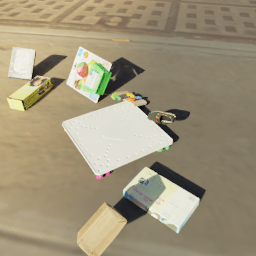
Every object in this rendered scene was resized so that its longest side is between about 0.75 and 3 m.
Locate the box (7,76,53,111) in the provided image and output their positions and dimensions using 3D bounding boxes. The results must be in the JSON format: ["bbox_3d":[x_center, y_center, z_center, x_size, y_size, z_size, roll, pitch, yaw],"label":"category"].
[{"bbox_3d":[-3.532,-1.303,10.216,0.654,0.435,1.738,11,41,18],"label":"box"}]

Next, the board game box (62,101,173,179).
[{"bbox_3d":[-0.371,0.217,8.444,2.491,0.322,2.491,-20,44,-25],"label":"board game box"}]

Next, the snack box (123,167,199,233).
[{"bbox_3d":[0.771,1.654,6.678,1.577,0.293,0.916,28,51,29],"label":"snack box"}]

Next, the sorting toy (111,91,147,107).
[{"bbox_3d":[-0.003,-1.018,9.532,0.914,0.182,1.237,33,27,26],"label":"sorting toy"}]

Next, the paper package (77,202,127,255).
[{"bbox_3d":[-0.503,1.885,5.264,0.474,0.915,0.873,43,76,1],"label":"paper package"}]

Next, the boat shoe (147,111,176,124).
[{"bbox_3d":[0.954,-0.300,8.305,0.884,0.324,0.277,8,26,30],"label":"boat shoe"}]

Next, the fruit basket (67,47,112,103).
[{"bbox_3d":[-1.476,-1.931,10.090,1.647,1.526,0.772,32,20,21],"label":"fruit basket"}]

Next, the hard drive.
[{"bbox_3d":[-4.228,-2.568,11.207,0.899,0.244,1.287,7,79,-9],"label":"hard drive"}]
